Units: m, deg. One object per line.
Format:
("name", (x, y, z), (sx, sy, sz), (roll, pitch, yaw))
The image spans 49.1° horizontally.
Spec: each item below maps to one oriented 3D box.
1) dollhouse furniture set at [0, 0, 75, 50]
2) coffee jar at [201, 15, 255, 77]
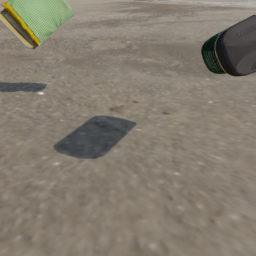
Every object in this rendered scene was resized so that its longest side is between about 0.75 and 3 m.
("dollhouse furniture set", (-1.809, -2.259, 4.518), (1.103, 1.684, 0.845), (-45, 11, -4))
("coffee jar", (2.053, -1.481, 5.230), (1.054, 0.862, 2.020), (-26, 8, 11))
